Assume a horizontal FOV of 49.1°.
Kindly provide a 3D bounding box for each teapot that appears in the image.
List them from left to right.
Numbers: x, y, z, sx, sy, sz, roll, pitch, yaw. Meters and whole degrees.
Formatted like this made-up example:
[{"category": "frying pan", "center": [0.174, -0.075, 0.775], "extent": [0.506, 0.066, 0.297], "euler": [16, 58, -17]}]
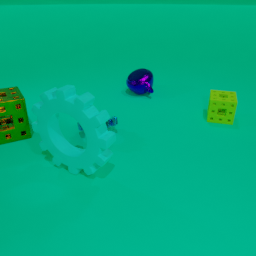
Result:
[{"category": "teapot", "center": [0.513, -1.881, 11.605], "extent": [1.164, 0.917, 1.872], "euler": [-35, 39, -9]}]

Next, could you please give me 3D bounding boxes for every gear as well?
[{"category": "gear", "center": [-1.258, 0.087, 6.280], "extent": [2.045, 2.045, 0.378], "euler": [13, 30, 25]}, {"category": "gear", "center": [-0.885, -0.141, 8.217], "extent": [1.152, 0.213, 1.152], "euler": [-8, 9, 1]}]

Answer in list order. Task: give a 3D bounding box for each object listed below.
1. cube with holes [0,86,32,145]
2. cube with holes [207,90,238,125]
[{"category": "cube with holes", "center": [-3.659, -0.371, 8.173], "extent": [1.234, 1.234, 1.234], "euler": [-14, 29, -25]}, {"category": "cube with holes", "center": [3.077, -0.696, 9.220], "extent": [0.809, 0.809, 0.809], "euler": [7, 33, 13]}]
